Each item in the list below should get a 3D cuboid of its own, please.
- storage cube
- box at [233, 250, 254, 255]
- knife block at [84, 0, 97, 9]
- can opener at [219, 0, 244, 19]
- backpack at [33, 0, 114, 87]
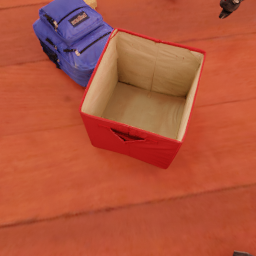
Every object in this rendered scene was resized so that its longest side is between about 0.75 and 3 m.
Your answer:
[{"bbox_3d":[0.333,-0.547,6.689,2.159,2.270,2.525,17,70,6],"label":"storage cube"},{"bbox_3d":[2.837,3.611,5.752,1.512,0.903,1.537,22,71,9],"label":"box"},{"bbox_3d":[-1.452,-3.872,9.115,0.783,0.251,0.688,7,69,2],"label":"knife block"},{"bbox_3d":[2.866,-3.430,7.327,1.495,0.588,0.474,-43,96,-22],"label":"can opener"},{"bbox_3d":[-1.304,-2.324,7.634,1.828,1.888,2.249,-40,77,-10],"label":"backpack"}]
